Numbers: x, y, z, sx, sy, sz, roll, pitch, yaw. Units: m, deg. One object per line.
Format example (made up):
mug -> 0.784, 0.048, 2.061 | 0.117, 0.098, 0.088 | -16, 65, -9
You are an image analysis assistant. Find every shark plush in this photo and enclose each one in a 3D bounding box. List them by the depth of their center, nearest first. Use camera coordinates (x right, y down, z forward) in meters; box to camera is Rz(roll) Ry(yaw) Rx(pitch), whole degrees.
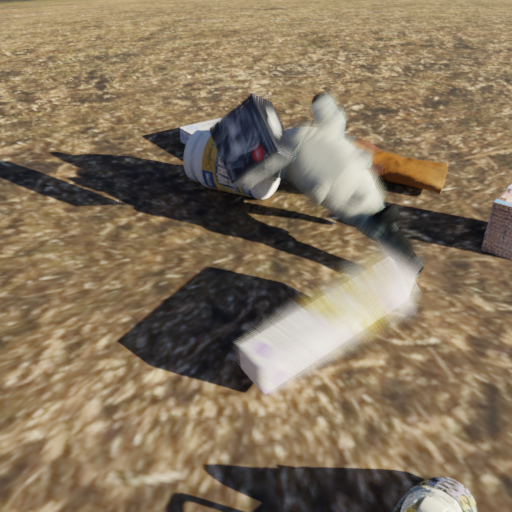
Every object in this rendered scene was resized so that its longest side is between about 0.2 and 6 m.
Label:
shark plush -> 1.736, -1.314, 10.345 | 1.915, 1.756, 4.215 | -46, 56, -8

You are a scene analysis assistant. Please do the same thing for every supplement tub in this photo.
supplement tub -> -0.483, -2.022, 12.065 | 1.851, 1.339, 1.339 | 14, 35, 23

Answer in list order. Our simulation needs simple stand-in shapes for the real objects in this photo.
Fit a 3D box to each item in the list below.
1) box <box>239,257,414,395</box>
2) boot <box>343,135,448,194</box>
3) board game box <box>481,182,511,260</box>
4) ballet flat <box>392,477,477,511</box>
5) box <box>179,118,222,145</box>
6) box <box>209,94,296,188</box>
box -> 1.019, 0.883, 7.629 | 2.705, 0.523, 0.561 | -27, 51, -24
boot -> 2.762, -1.739, 12.403 | 2.665, 0.913, 2.509 | 21, 30, 18
board game box -> 4.732, -0.686, 10.243 | 0.614, 1.011, 1.268 | 23, 39, 31
ballet flat -> 1.432, 2.695, 5.062 | 0.844, 0.844, 2.346 | 25, 40, 34
box -> -0.656, -2.973, 14.428 | 1.756, 0.464, 2.252 | -21, 37, -30
box -> -0.077, -1.996, 9.885 | 0.626, 1.095, 1.202 | 0, 62, -55
